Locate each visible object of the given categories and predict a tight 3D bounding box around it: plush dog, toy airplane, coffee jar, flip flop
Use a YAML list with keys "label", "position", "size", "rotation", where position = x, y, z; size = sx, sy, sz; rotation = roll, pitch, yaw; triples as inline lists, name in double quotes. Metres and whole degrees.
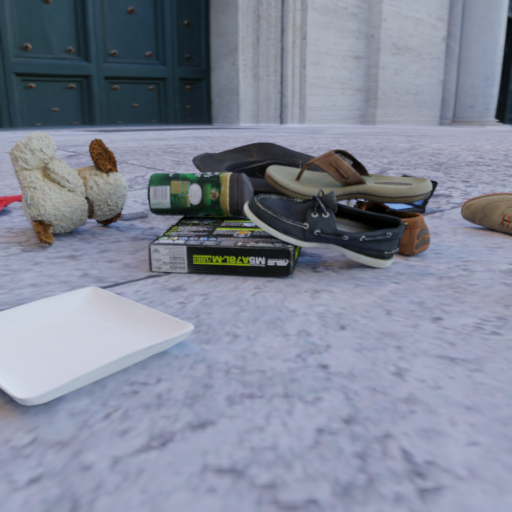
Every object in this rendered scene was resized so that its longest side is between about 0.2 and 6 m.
- label: "plush dog"
  position: [-3.760, -1.279, 11.828]
  size: [2.148, 2.501, 2.006]
  rotation: [-19, 57, -24]
- label: "toy airplane"
  position: [-6.435, -1.394, 14.483]
  size: [2.216, 0.408, 2.216]
  rotation: [0, 19, 0]
- label: "coffee jar"
  position: [-1.059, -1.212, 11.069]
  size: [2.001, 0.854, 1.043]
  rotation: [1, 2, 7]
- label: "flip flop"
  position: [1.799, -1.613, 11.011]
  size: [3.238, 0.932, 1.313]
  rotation: [5, 26, 11]

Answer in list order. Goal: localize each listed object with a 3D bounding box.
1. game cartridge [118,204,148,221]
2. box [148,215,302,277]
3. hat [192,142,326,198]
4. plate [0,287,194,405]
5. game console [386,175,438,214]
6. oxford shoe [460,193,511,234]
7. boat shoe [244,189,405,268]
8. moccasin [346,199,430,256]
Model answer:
- label: "game cartridge"
  position: [-3.263, -1.079, 13.799]
  size: [0.760, 0.231, 1.141]
  rotation: [-8, 18, -37]
- label: "box"
  position: [-0.433, -0.268, 10.459]
  size: [2.524, 0.600, 2.438]
  rotation: [2, 15, 8]
- label: "hat"
  position: [0.266, -1.547, 13.276]
  size: [3.605, 1.454, 3.605]
  rotation: [1, 27, -1]
- label: "plate"
  position: [-2.234, 1.007, 6.588]
  size: [2.193, 0.355, 2.198]
  rotation: [15, 22, 39]
- label: "game console"
  position: [3.750, -1.580, 14.431]
  size: [1.198, 0.793, 1.362]
  rotation: [-9, 18, -27]
- label: "oxford shoe"
  position: [5.546, -0.828, 11.922]
  size: [2.360, 0.831, 0.882]
  rotation: [8, 24, 28]
- label: "boat shoe"
  position: [1.248, -0.644, 9.476]
  size: [2.847, 0.944, 1.064]
  rotation: [20, 36, -11]
- label: "moccasin"
  position: [2.314, -0.746, 11.211]
  size: [0.938, 0.990, 2.564]
  rotation: [-22, 25, -22]
